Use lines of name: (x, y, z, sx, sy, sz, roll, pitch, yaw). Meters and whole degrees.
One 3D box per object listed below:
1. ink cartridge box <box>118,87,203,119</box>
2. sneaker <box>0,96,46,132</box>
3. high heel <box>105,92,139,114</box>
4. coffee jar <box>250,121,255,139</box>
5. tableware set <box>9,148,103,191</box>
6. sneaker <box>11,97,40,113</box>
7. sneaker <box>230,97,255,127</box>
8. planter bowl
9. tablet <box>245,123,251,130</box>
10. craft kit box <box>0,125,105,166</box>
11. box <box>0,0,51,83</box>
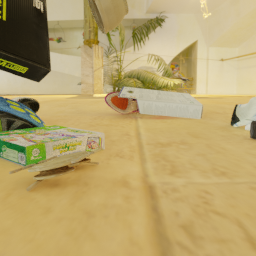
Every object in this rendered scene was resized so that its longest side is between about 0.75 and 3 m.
ink cartridge box: (1.167, -1.044, 11.058, 2.988, 0.647, 2.934, 5, 15, 2)
sneaker: (-2.666, -0.114, 5.479, 2.290, 0.949, 0.812, 13, 18, -41)
high heel: (-0.222, -1.121, 12.191, 2.719, 0.917, 1.307, 12, 7, -46)
coffee jar: (2.965, 0.061, 5.853, 0.768, 0.400, 0.328, 5, 20, 29)
tableware set: (-0.789, 0.491, 3.528, 0.803, 0.244, 1.215, -11, 1, 9)
sneaker: (-3.677, -0.477, 8.934, 0.846, 0.787, 1.959, 17, 29, 42)
sneaker: (3.248, -0.355, 7.406, 0.703, 0.697, 1.939, 16, -5, 1)
planter bowl: (-0.432, -2.819, 6.465, 0.727, 1.081, 1.081, -24, 12, -6)
tablet: (4.426, -0.123, 6.223, 2.993, 0.204, 1.948, 0, -10, 3)
craft kit box: (-1.465, 0.243, 4.888, 1.536, 0.373, 1.517, 7, 8, 40)
box: (-3.148, -2.724, 6.155, 2.842, 2.943, 0.699, 14, -34, -41)
